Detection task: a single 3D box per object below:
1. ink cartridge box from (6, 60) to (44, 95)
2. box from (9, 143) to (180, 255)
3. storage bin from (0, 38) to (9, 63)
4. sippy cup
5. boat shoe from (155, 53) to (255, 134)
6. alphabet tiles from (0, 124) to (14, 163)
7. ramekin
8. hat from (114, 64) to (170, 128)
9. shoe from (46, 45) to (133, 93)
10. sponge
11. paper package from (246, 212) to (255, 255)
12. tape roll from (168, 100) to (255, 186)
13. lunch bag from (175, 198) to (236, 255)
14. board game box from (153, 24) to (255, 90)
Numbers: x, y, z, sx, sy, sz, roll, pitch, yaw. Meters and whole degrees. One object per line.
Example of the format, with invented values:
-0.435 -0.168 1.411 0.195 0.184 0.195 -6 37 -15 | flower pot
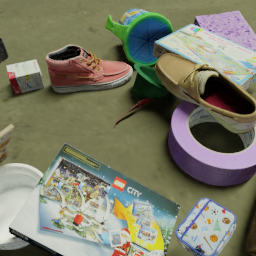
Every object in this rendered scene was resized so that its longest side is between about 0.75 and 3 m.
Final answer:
-2.931 -1.472 8.051 0.864 0.625 0.628 -16 52 -13 | ink cartridge box
-0.473 1.616 5.019 2.560 0.483 1.749 29 53 -2 | box
-4.602 -2.310 8.755 0.925 0.642 1.369 26 56 21 | storage bin
0.405 -2.982 8.820 1.636 2.083 1.527 -36 42 7 | sippy cup
1.773 -0.994 6.395 2.781 0.923 1.029 37 81 20 | boat shoe
-2.976 1.055 4.837 0.101 2.664 2.227 46 59 -4 | alphabet tiles
-2.229 1.539 5.394 1.556 0.759 1.556 2 51 -2 | ramekin
0.398 -0.836 7.848 1.678 1.477 1.389 12 31 -35 | hat
-1.053 -1.741 7.958 2.442 1.111 0.873 -10 51 -8 | shoe
3.387 -2.887 9.308 1.651 0.441 2.960 -7 52 -3 | sponge
3.756 1.556 5.071 2.405 1.305 2.523 25 54 20 | paper package
2.104 0.192 6.593 2.248 0.737 2.248 1 50 -1 | tape roll
1.112 1.474 4.086 0.681 0.321 0.850 29 60 37 | lunch bag
2.277 -1.955 7.739 2.655 0.454 1.785 37 54 28 | board game box
